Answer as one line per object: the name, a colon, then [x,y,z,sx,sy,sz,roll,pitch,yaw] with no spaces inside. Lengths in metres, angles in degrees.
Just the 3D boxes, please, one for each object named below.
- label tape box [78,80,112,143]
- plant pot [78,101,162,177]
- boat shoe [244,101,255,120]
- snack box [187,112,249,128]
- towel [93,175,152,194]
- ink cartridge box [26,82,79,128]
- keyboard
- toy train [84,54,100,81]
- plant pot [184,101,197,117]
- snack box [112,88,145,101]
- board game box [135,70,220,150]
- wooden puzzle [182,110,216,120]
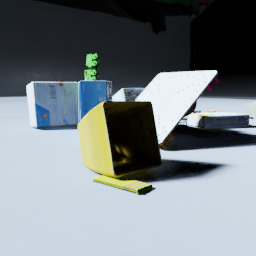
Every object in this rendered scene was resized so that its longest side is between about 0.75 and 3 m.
label tape box: [-1.016,-0.620,9.306,0.865,1.874,2.616,0,8,0]
plant pot: [-0.274,0.247,5.749,1.359,1.359,1.199,-6,-6,-45]
boat shoe: [6.697,-0.887,14.173,0.831,0.984,2.760,-3,6,6]
snack box: [3.847,-0.362,12.067,2.111,0.559,1.501,-2,9,-13]
towel: [-0.111,0.959,4.870,1.026,0.093,0.441,5,5,38]
ink cartridge box: [-2.871,-1.003,11.958,2.494,1.802,1.056,-5,1,-33]
keyboard: [2.269,-0.051,10.388,1.247,0.475,2.396,-3,8,-20]
toy train: [-1.567,-2.195,11.969,0.593,2.104,0.439,-1,-13,17]
plant pot: [1.420,-0.763,10.427,1.670,1.670,1.624,8,38,44]
snack box: [0.255,-1.416,15.517,2.226,0.893,2.640,-4,-9,-26]
board game box: [1.081,-0.690,8.965,2.869,0.371,2.869,-50,28,-15]
wooden puzzle: [3.757,-0.669,14.535,1.817,0.454,1.961,5,10,34]
